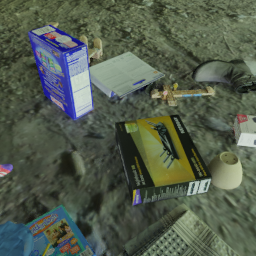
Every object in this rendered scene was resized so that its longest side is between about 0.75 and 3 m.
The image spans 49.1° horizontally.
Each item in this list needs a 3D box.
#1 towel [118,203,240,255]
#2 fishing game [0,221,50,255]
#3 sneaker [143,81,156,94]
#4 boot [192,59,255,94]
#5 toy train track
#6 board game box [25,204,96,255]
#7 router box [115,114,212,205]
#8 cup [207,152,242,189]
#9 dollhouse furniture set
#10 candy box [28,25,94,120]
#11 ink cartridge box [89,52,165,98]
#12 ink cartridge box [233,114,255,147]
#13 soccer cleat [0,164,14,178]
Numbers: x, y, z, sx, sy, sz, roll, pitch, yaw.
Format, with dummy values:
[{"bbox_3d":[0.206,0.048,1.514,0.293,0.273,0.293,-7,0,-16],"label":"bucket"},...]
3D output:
[{"bbox_3d":[1.304,3.173,6.196,2.633,0.472,2.734,-29,48,-29],"label":"towel"},{"bbox_3d":[-2.932,2.927,6.477,2.263,0.352,1.621,3,45,17],"label":"fishing game"},{"bbox_3d":[0.804,-1.746,11.953,0.465,0.402,1.063,7,34,23],"label":"sneaker"},{"bbox_3d":[4.281,-2.140,11.994,2.691,0.939,1.771,-12,48,-7],"label":"boot"},{"bbox_3d":[2.284,-1.570,11.658,2.644,0.430,1.517,-3,41,-5],"label":"toy train track"},{"bbox_3d":[-1.731,2.802,6.681,1.288,0.381,1.693,-26,47,-26],"label":"board game box"},{"bbox_3d":[0.925,0.828,8.646,2.246,0.746,2.856,-8,42,-9],"label":"router box"},{"bbox_3d":[2.896,1.151,8.286,1.070,0.765,1.070,0,41,0],"label":"cup"},{"bbox_3d":[-2.813,-3.966,13.481,2.495,1.624,2.292,15,44,17],"label":"dollhouse furniture set"},{"bbox_3d":[-2.421,-2.054,10.414,1.065,2.766,2.338,-31,50,-31],"label":"candy box"},{"bbox_3d":[-0.138,-2.265,12.305,2.559,0.520,2.564,-28,52,-26],"label":"ink cartridge box"},{"bbox_3d":[4.459,0.118,9.580,1.431,0.603,1.036,6,42,6],"label":"ink cartridge box"},{"bbox_3d":[-4.112,1.273,8.370,1.262,0.462,0.430,-12,43,-14],"label":"soccer cleat"}]
